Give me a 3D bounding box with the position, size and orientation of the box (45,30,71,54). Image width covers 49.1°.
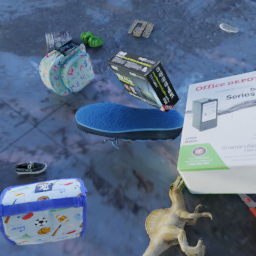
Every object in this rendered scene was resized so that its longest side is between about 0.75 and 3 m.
[{"bbox_3d":[-2.698,-3.348,11.033,0.973,0.297,1.229,-12,52,-10],"label":"box"}]

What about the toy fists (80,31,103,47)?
[{"bbox_3d":[-1.475,-3.539,11.169,0.999,0.344,0.509,35,59,24],"label":"toy fists"}]

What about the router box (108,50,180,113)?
[{"bbox_3d":[0.386,-1.233,7.229,0.536,1.292,1.724,-45,40,-11],"label":"router box"}]

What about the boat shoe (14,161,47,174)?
[{"bbox_3d":[-2.600,1.028,7.473,0.812,0.277,0.300,-3,51,-2],"label":"boat shoe"}]

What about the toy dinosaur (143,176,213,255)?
[{"bbox_3d":[0.975,2.376,6.226,1.445,0.832,2.858,13,43,30],"label":"toy dinosaur"}]

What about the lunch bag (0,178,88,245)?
[{"bbox_3d":[-1.393,1.418,4.799,1.347,1.584,0.981,-5,66,-14],"label":"lunch bag"}]

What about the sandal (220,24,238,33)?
[{"bbox_3d":[4.221,-4.146,11.776,0.784,0.193,0.319,17,67,-3],"label":"sandal"}]

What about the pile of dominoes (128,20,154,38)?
[{"bbox_3d":[0.575,-4.275,11.866,0.912,0.186,1.170,14,53,12],"label":"pile of dominoes"}]

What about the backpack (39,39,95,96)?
[{"bbox_3d":[-1.969,-1.868,9.106,1.633,1.449,1.229,-38,55,-22],"label":"backpack"}]

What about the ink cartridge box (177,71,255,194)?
[{"bbox_3d":[2.602,0.070,7.151,2.158,1.246,2.967,-8,46,28],"label":"ink cartridge box"}]

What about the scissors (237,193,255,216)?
[{"bbox_3d":[2.989,1.908,6.823,2.327,0.162,0.851,35,61,23],"label":"scissors"}]

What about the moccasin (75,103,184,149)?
[{"bbox_3d":[0.037,0.064,7.820,2.994,1.021,1.205,7,52,2],"label":"moccasin"}]
